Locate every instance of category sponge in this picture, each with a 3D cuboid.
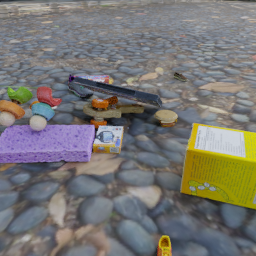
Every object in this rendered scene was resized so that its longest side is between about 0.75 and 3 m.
[{"bbox_3d":[-2.471,0.433,8.448,2.806,0.418,1.565,-1,30,0],"label":"sponge"}]

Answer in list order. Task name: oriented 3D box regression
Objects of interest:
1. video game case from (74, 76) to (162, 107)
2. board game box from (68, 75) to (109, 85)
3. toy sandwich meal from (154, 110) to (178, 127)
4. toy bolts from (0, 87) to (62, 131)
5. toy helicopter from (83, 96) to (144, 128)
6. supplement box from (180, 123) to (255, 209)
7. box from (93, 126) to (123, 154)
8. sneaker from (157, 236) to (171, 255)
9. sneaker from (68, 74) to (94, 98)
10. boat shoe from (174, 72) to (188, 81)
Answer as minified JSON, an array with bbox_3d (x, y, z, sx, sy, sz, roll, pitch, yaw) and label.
[{"bbox_3d":[-0.239,-1.274,10.137,2.893,0.274,2.067,13,2,10],"label":"video game case"},{"bbox_3d":[-1.824,-2.226,13.169,1.866,0.181,0.960,-2,32,-4],"label":"board game box"},{"bbox_3d":[1.344,-0.342,9.895,0.916,0.314,0.916,0,27,0],"label":"toy sandwich meal"},{"bbox_3d":[-3.064,-0.425,9.138,1.881,1.797,1.304,0,62,31],"label":"toy bolts"},{"bbox_3d":[-0.516,-0.692,10.186,2.318,0.914,1.533,-4,20,-28],"label":"toy helicopter"},{"bbox_3d":[2.613,0.917,6.718,2.441,1.336,1.328,10,31,15],"label":"supplement box"},{"bbox_3d":[-0.588,0.299,8.814,0.808,0.281,1.357,2,33,3],"label":"box"},{"bbox_3d":[0.668,2.411,5.184,0.326,0.344,0.892,1,32,-1],"label":"sneaker"},{"bbox_3d":[-2.083,-1.801,11.942,1.577,0.690,0.587,26,39,37],"label":"sneaker"},{"bbox_3d":[2.532,-2.489,13.487,0.809,0.299,0.299,27,40,37],"label":"boat shoe"}]
